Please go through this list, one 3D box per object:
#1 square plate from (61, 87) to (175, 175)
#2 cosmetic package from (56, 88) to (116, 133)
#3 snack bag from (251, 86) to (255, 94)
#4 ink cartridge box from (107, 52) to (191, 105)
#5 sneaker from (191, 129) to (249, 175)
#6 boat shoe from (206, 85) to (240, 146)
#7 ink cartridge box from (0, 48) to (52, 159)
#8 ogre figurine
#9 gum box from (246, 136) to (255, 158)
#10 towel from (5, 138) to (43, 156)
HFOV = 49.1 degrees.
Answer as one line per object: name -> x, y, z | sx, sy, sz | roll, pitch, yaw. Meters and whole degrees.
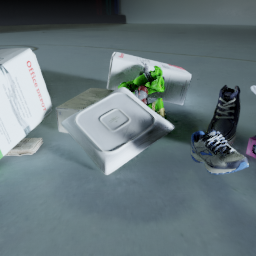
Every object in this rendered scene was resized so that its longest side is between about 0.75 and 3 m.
square plate -> -0.273, -0.119, 6.370 | 1.928, 0.274, 1.910 | -33, 53, -21
cosmetic package -> -1.054, -0.527, 7.985 | 1.020, 0.720, 1.970 | 8, 26, 20
snack bag -> 4.444, -0.108, 6.393 | 2.674, 0.304, 2.836 | 2, 39, -13
ink cartridge box -> 0.627, -1.718, 9.451 | 2.531, 1.055, 1.838 | 12, 19, -3
sneaker -> 1.629, 0.406, 5.352 | 0.614, 0.679, 1.593 | -17, 12, -15
boat shoe -> 2.398, -0.368, 7.009 | 0.740, 0.920, 1.983 | 5, 33, 23
ink cartridge box -> -2.904, -0.502, 6.108 | 0.986, 1.741, 2.375 | 8, 38, 23
ogre figurine -> 0.310, -0.737, 7.694 | 1.364, 2.276, 1.117 | -8, -17, 18
gum box -> 3.331, 0.401, 6.271 | 1.267, 0.419, 0.719 | -15, 28, -31
towel -> -2.536, 0.428, 6.531 | 0.987, 0.170, 0.654 | 0, 24, 7
